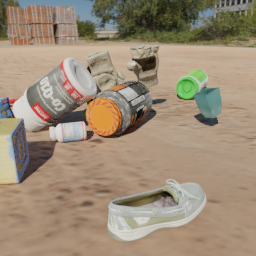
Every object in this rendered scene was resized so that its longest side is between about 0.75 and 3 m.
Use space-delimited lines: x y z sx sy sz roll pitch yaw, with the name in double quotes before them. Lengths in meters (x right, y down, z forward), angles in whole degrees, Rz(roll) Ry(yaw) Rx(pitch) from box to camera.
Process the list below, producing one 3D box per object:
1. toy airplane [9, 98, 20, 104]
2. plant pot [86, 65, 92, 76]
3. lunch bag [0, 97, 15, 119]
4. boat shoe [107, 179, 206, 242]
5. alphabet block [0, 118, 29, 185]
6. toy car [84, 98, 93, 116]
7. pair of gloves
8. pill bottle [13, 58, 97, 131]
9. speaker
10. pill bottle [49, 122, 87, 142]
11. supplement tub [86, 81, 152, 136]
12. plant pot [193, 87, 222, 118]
"toy airplane" -5.478 -1.088 12.367 2.436 0.448 2.436 0 22 0
"plant pot" -1.524 -2.714 15.282 1.773 1.773 1.546 -2 4 -4
"lunch bag" -5.524 -0.485 10.406 1.885 0.887 1.419 -3 21 19
"boat shoe" 0.619 1.421 5.308 2.168 0.695 0.799 -10 23 -25
"alphabet block" -3.276 0.545 6.820 1.337 1.306 1.313 -3 19 -7
"toy car" -1.071 -0.684 11.227 0.900 0.865 1.096 13 -5 23
"pair of gloves" -0.102 -2.052 10.530 2.722 2.315 0.477 -13 55 -5
"pill bottle" -2.455 -1.025 9.299 2.594 1.477 1.477 -31 12 20
"speaker" 3.383 -2.326 14.620 1.243 1.243 2.812 9 23 23
"pill bottle" -1.899 0.140 8.876 1.101 0.599 0.599 -6 21 -14
"supplement tub" -0.271 -0.705 9.793 1.543 1.543 2.518 10 24 25
"plant pot" 2.807 -0.840 9.626 0.649 0.919 0.649 -29 18 -24
